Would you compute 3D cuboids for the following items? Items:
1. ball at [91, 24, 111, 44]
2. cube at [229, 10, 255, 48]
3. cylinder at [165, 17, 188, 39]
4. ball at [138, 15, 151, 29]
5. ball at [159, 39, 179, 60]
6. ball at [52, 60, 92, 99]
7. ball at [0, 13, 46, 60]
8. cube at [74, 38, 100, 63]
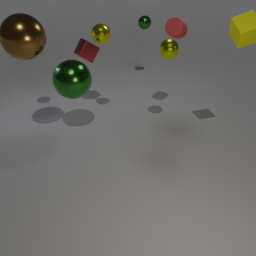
[{"bbox_3d":[-0.987,-3.436,10.208,0.700,0.700,0.700,0,31,0],"label":"ball"},{"bbox_3d":[3.618,-3.034,8.629,0.700,0.700,0.700,-20,63,5],"label":"cube"},{"bbox_3d":[1.850,-3.804,10.669,0.700,0.700,0.700,15,15,24],"label":"cylinder"},{"bbox_3d":[0.885,-5.603,14.871,0.700,0.700,0.700,0,31,0],"label":"ball"},{"bbox_3d":[1.440,-2.760,9.811,0.700,0.700,0.700,0,31,0],"label":"ball"},{"bbox_3d":[-2.010,-1.755,10.117,1.400,1.400,1.400,0,31,0],"label":"ball"},{"bbox_3d":[-3.286,-2.845,8.777,1.400,1.400,1.400,0,31,0],"label":"ball"},{"bbox_3d":[-1.732,-3.239,11.719,0.700,0.700,0.700,22,11,-36],"label":"cube"}]
